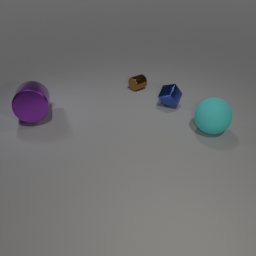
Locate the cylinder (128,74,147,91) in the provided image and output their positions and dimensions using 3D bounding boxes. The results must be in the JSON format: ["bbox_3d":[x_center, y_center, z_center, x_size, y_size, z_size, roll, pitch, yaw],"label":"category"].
[{"bbox_3d":[0.494,-2.310,14.227,0.700,0.700,0.700,-23,40,-31],"label":"cylinder"}]

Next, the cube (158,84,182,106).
[{"bbox_3d":[1.895,-1.466,12.563,0.700,0.700,0.700,-1,55,44],"label":"cube"}]

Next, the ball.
[{"bbox_3d":[3.275,-0.454,10.769,1.400,1.400,1.400,0,33,0],"label":"ball"}]

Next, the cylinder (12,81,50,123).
[{"bbox_3d":[-3.973,-1.100,11.568,1.400,1.400,1.400,-7,25,-11],"label":"cylinder"}]
